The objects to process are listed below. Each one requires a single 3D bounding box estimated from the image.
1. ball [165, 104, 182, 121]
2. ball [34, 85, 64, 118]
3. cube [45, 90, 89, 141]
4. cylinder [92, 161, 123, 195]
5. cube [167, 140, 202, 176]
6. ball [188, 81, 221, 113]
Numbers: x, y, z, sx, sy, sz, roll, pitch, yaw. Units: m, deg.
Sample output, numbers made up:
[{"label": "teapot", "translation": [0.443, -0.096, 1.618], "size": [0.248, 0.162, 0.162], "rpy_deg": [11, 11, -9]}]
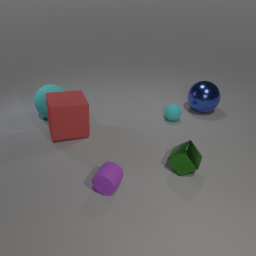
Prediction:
[{"label": "ball", "translation": [1.885, -0.652, 11.708], "size": [0.700, 0.700, 0.700], "rpy_deg": [0, 30, 0]}, {"label": "ball", "translation": [-3.200, -1.116, 11.753], "size": [1.400, 1.400, 1.400], "rpy_deg": [0, 30, 0]}, {"label": "cube", "translation": [-2.296, -0.507, 10.614], "size": [1.400, 1.400, 1.400], "rpy_deg": [-7, 30, -18]}, {"label": "cylinder", "translation": [-0.574, 1.432, 8.019], "size": [0.700, 0.700, 0.700], "rpy_deg": [10, 31, 18]}, {"label": "cube", "translation": [1.756, 0.928, 8.622], "size": [0.700, 0.700, 0.700], "rpy_deg": [-28, 14, 37]}, {"label": "ball", "translation": [3.327, -1.367, 12.278], "size": [1.400, 1.400, 1.400], "rpy_deg": [0, 30, 0]}]
